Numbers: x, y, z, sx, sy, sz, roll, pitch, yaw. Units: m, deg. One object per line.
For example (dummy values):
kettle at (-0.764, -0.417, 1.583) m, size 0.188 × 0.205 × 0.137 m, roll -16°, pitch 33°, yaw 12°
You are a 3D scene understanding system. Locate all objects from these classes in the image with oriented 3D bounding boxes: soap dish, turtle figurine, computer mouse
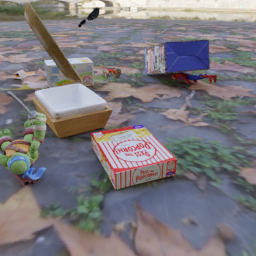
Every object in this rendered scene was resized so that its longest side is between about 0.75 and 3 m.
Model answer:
soap dish at (-2.004, -0.655, 9.762) m, size 2.011 × 1.038 × 2.556 m, roll -15°, pitch 30°, yaw -28°
turtle figurine at (-2.979, 0.088, 7.060) m, size 2.486 × 1.789 × 2.411 m, roll 37°, pitch -4°, yaw -18°
computer mouse at (-1.305, -3.759, 9.629) m, size 0.441 × 0.256 × 1.504 m, roll -32°, pitch 23°, yaw 43°

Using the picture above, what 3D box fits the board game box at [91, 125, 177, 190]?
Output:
board game box at (0.073, 0.680, 7.648) m, size 1.656 × 0.506 × 2.186 m, roll -10°, pitch 28°, yaw -19°

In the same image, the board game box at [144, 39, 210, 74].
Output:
board game box at (2.416, -3.580, 14.410) m, size 2.335 × 1.419 × 2.929 m, roll -8°, pitch 11°, yaw -14°

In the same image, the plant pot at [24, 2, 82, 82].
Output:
plant pot at (-2.199, -2.360, 8.131) m, size 0.355 × 2.581 × 2.581 m, roll -33°, pitch 31°, yaw -2°

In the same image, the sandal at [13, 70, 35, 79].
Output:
sandal at (-5.668, -2.975, 15.193) m, size 0.504 × 0.377 × 1.315 m, roll 17°, pitch 31°, yaw 30°

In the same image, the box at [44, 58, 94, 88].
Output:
box at (-2.832, -2.668, 13.617) m, size 2.161 × 1.216 × 1.095 m, roll -10°, pitch 28°, yaw -19°

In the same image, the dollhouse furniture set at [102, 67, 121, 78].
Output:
dollhouse furniture set at (-0.784, -3.090, 15.281) m, size 0.982 × 0.506 × 0.971 m, roll -16°, pitch 30°, yaw -29°

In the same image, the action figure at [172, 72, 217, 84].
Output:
action figure at (3.199, -2.499, 14.037) m, size 2.340 × 0.605 × 0.765 m, roll 18°, pitch 25°, yaw 41°
